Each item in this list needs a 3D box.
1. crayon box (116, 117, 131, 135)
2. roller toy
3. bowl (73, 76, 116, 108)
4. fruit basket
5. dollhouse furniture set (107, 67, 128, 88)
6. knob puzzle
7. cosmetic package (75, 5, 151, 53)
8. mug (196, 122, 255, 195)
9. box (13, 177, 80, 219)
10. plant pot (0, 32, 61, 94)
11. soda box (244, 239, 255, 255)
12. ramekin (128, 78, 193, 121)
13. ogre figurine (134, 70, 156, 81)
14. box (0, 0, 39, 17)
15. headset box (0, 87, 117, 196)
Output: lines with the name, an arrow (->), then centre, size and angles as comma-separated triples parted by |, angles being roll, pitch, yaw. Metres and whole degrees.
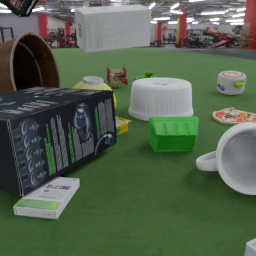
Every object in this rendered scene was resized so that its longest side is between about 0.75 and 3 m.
crayon box -> -0.499, -0.013, 8.094 | 0.706, 0.290, 1.123 | 16, 25, 37
roller toy -> 4.766, -2.059, 12.950 | 1.196, 0.916, 1.311 | 13, 33, 25
bowl -> -1.310, -1.335, 10.383 | 1.876, 1.009, 1.876 | 6, 26, -3
fruit basket -> 1.110, 0.059, 7.144 | 1.326, 0.956, 1.326 | 0, 37, 0
dollhouse furniture set -> -0.519, -2.554, 14.961 | 1.014, 0.767, 1.885 | -4, 37, -12
knob puzzle -> 3.566, -0.419, 9.315 | 1.778, 0.247, 1.778 | 0, 20, 0
cosmetic package -> -0.505, -3.575, 9.994 | 2.515, 1.353, 1.067 | -13, 36, -23
mug -> 2.128, 0.526, 5.436 | 1.614, 1.191, 1.415 | -16, 3, 19
box -> -1.370, 1.174, 4.879 | 0.748, 0.188, 1.036 | 2, 18, 11
plant pot -> -4.090, -1.519, 9.228 | 2.738, 2.765, 2.765 | -4, 18, 16
soda box -> 2.395, 1.473, 3.198 | 2.318, 0.738, 0.790 | -10, 22, -26
ramekin -> 1.158, -1.075, 9.863 | 2.304, 1.123, 2.304 | 0, 19, 0
ogre figurine -> 1.089, -2.121, 13.282 | 1.928, 0.946, 1.156 | -32, 52, -31
box -> -1.526, -2.514, 3.768 | 1.224, 1.518, 0.373 | 40, 22, -8
headset box -> -2.148, 0.030, 6.050 | 2.601, 1.386, 2.987 | 7, 19, 31
